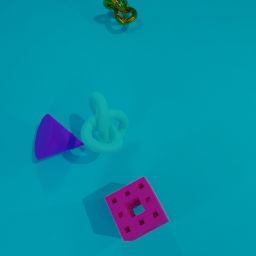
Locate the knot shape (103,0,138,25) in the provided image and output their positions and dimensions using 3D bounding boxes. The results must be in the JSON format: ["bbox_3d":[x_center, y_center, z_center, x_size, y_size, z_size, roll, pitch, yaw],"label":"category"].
[{"bbox_3d":[-0.185,-3.954,9.465,1.225,0.566,1.146,-13,61,-48],"label":"knot shape"}]

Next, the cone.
[{"bbox_3d":[-1.802,0.358,7.928,1.275,1.270,1.270,14,66,-33],"label":"cone"}]

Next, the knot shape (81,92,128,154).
[{"bbox_3d":[-0.618,-0.165,7.144,0.767,1.659,1.553,-16,97,23],"label":"knot shape"}]

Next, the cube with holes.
[{"bbox_3d":[0.242,1.947,6.656,1.036,1.036,1.036,-29,65,0],"label":"cube with holes"}]
